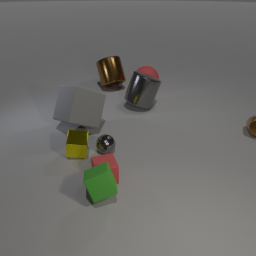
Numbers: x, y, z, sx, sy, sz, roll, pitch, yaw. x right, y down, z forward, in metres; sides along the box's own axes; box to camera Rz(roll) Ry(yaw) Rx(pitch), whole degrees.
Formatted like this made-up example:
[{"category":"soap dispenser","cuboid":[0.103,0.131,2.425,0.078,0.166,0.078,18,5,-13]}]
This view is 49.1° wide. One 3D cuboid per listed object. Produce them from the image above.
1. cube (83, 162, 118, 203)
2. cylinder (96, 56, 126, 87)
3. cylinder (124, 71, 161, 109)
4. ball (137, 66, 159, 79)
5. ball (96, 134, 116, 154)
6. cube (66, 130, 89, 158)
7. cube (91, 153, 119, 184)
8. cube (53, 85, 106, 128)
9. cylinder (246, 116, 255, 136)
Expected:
[{"category":"cube","cuboid":[-0.743,1.459,7.600,0.700,0.700,0.700,-23,18,0]},{"category":"cylinder","cuboid":[-0.952,-3.148,15.753,1.400,1.400,1.400,-15,0,0]},{"category":"cylinder","cuboid":[0.697,-1.824,13.396,1.400,1.400,1.400,19,19,-7]},{"category":"ball","cuboid":[1.014,-2.732,15.499,1.400,1.400,1.400,0,28,0]},{"category":"ball","cuboid":[-0.791,0.577,9.993,0.700,0.700,0.700,0,28,0]},{"category":"cube","cuboid":[-1.752,0.558,9.688,0.700,0.700,0.700,4,47,-7]},{"category":"cube","cuboid":[-0.706,1.301,8.620,0.700,0.700,0.700,-10,34,-16]},{"category":"cube","cuboid":[-1.950,-0.846,11.197,1.400,1.400,1.400,11,1,-41]},{"category":"cylinder","cuboid":[5.137,-0.087,11.150,0.700,0.700,0.700,7,15,14]}]
